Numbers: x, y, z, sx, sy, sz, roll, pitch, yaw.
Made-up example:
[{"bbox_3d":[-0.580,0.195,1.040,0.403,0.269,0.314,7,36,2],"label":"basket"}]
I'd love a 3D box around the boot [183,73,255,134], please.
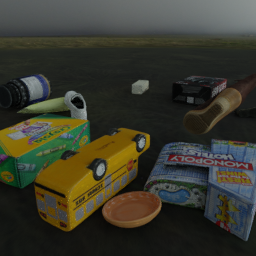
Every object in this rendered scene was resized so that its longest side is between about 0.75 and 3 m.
[{"bbox_3d":[2.820,-0.686,8.462,1.856,0.807,2.231,-33,-5,-25],"label":"boot"}]

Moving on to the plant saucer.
[{"bbox_3d":[0.085,1.607,5.507,1.167,0.218,1.167,-9,13,2],"label":"plant saucer"}]

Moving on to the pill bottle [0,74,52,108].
[{"bbox_3d":[-4.841,-1.713,13.106,1.351,1.351,2.415,10,23,26],"label":"pill bottle"}]

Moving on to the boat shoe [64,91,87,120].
[{"bbox_3d":[-2.081,-1.060,11.457,0.809,0.719,2.199,-6,37,-26],"label":"boat shoe"}]

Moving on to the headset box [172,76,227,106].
[{"bbox_3d":[3.687,-1.941,14.197,1.980,1.027,2.660,14,26,33],"label":"headset box"}]

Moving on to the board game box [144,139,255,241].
[{"bbox_3d":[1.826,1.101,6.197,2.751,0.848,2.749,6,20,16],"label":"board game box"}]

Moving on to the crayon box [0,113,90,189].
[{"bbox_3d":[-2.594,0.463,7.888,1.746,0.856,2.939,10,22,25],"label":"crayon box"}]

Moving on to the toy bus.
[{"bbox_3d":[-0.596,0.912,6.261,0.956,1.150,2.936,11,23,32],"label":"toy bus"}]

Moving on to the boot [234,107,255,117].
[{"bbox_3d":[5.124,-0.729,11.846,1.115,0.432,0.771,1,15,2],"label":"boot"}]

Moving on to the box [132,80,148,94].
[{"bbox_3d":[0.712,-2.358,16.057,0.619,0.516,1.508,7,22,18],"label":"box"}]

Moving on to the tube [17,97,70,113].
[{"bbox_3d":[-3.354,-0.936,11.901,2.432,0.706,0.631,-15,50,-38],"label":"tube"}]
